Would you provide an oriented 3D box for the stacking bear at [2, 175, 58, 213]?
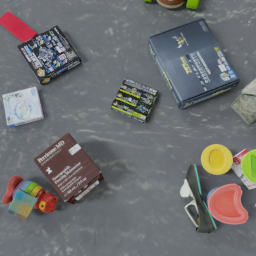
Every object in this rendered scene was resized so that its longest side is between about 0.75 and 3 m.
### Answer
[{"bbox_3d":[-3.008,2.201,8.947,1.526,0.868,0.926,21,91,8],"label":"stacking bear"}]

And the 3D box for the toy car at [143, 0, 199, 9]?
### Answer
[{"bbox_3d":[1.860,-6.350,10.701,2.337,2.845,2.245,11,71,4],"label":"toy car"}]

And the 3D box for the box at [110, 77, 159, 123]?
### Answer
[{"bbox_3d":[0.251,-1.028,10.301,1.391,0.330,1.343,22,75,6],"label":"box"}]

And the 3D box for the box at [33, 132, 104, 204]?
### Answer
[{"bbox_3d":[-1.829,1.337,8.966,1.390,1.376,1.675,-40,76,-12],"label":"box"}]

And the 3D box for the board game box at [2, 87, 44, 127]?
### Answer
[{"bbox_3d":[-3.836,-0.774,10.235,1.243,0.271,1.249,-15,73,-5],"label":"board game box"}]

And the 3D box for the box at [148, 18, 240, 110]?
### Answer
[{"bbox_3d":[2.380,-2.447,10.507,2.351,0.761,2.982,-21,72,-5],"label":"box"}]

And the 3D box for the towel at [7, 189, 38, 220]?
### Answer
[{"bbox_3d":[-3.230,2.349,8.577,0.666,0.099,0.908,29,105,-8],"label":"towel"}]

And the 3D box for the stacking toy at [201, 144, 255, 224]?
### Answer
[{"bbox_3d":[3.521,1.736,8.982,2.197,1.025,2.427,-4,81,13],"label":"stacking toy"}]

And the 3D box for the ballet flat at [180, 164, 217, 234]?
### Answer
[{"bbox_3d":[2.139,2.292,9.017,0.758,0.753,2.216,-17,72,6],"label":"ballet flat"}]

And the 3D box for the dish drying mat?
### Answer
[{"bbox_3d":[-4.489,-4.068,11.386,1.712,0.156,0.657,39,77,11],"label":"dish drying mat"}]

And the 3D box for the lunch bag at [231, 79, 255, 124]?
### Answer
[{"bbox_3d":[4.631,-1.176,9.514,1.557,1.898,1.116,-36,76,-10],"label":"lunch bag"}]

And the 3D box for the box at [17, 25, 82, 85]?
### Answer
[{"bbox_3d":[-3.034,-2.838,10.823,1.811,0.453,1.825,-33,75,-10],"label":"box"}]

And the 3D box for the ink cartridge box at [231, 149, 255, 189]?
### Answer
[{"bbox_3d":[3.941,1.377,9.220,0.487,0.863,1.176,-32,74,-11],"label":"ink cartridge box"}]
